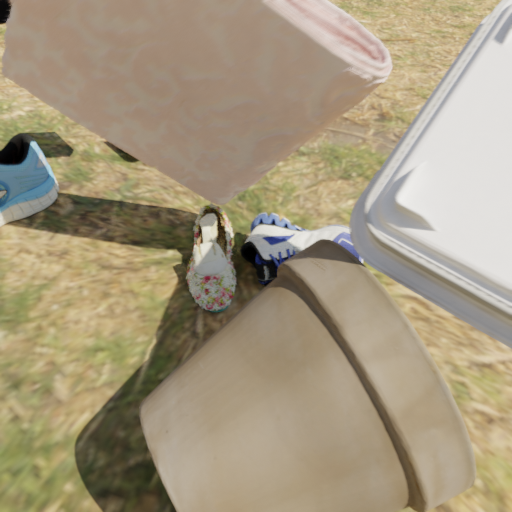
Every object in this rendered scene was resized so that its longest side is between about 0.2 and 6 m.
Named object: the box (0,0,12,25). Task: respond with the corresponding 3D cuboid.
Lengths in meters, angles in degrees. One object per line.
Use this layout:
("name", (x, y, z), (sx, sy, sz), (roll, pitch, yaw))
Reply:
("box", (-3.106, -3.701, 6.925), (1.361, 1.239, 0.708), (-39, 12, -32))

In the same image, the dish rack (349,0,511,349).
("dish rack", (2.204, -0.713, 4.055), (2.318, 0.588, 2.700), (32, 83, 23))

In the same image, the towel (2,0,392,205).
("towel", (-1.017, -2.215, 6.508), (3.678, 3.851, 0.621), (30, 64, -18))

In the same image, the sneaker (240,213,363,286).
("sneaker", (0.546, 0.045, 7.987), (1.852, 0.748, 1.070), (13, 43, 26))

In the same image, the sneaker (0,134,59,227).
("sneaker", (-4.533, -0.981, 8.659), (1.210, 1.388, 3.086), (18, 42, 22))

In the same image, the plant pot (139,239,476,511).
("plant pot", (0.259, 1.438, 5.030), (2.193, 2.528, 2.528), (-27, 43, -8))

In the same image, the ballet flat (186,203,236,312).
("ballet flat", (-0.687, -0.062, 8.098), (0.761, 0.643, 2.013), (-10, 39, 0))
